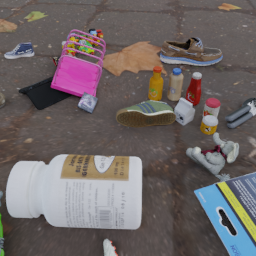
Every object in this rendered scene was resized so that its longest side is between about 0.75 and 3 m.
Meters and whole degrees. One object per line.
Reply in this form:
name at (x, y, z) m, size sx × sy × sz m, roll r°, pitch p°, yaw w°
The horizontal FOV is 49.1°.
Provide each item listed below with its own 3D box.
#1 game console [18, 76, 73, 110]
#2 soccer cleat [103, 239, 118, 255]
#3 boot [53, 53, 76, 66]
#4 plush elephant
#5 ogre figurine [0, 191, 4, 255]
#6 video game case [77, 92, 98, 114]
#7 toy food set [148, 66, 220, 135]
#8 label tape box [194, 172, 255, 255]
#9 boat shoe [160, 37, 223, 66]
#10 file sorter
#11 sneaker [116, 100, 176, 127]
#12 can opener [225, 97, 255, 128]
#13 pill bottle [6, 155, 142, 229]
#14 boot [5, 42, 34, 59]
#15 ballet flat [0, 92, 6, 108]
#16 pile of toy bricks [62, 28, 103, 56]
game console at (-3.231, -1.390, 10.966) m, size 1.568 × 0.912 × 1.379 m, roll -31°, pitch 20°, yaw -32°
soccer cleat at (-0.382, 2.904, 5.979) m, size 0.423 × 0.378 × 1.092 m, roll -17°, pitch 47°, yaw -14°
boot at (-2.803, -2.988, 12.552) m, size 0.890 × 0.433 × 1.183 m, roll -20°, pitch 42°, yaw -23°
plush elephant at (2.511, 0.697, 7.765) m, size 1.455 × 1.198 × 1.126 m, roll 39°, pitch 88°, yaw 13°
ogre figurine at (-4.058, 2.165, 6.119) m, size 2.961 × 1.453 × 1.775 m, roll -7°, pitch 58°, yaw 16°
video game case at (-1.466, -0.928, 10.245) m, size 0.569 × 0.076 × 0.796 m, roll 27°, pitch 49°, yaw -14°
toy food set at (2.107, -1.146, 9.802) m, size 1.404 × 1.323 × 2.941 m, roll -27°, pitch 48°, yaw -27°
label tape box at (3.095, 2.081, 6.510) m, size 2.672 × 0.883 × 1.914 m, roll -13°, pitch 45°, yaw -12°
boat shoe at (2.918, -3.482, 12.655) m, size 2.849 × 1.031 × 1.029 m, roll -2°, pitch 42°, yaw -2°
file sorter at (-1.804, -2.550, 10.893) m, size 1.661 × 1.499 × 2.390 m, roll 16°, pitch 39°, yaw -15°
sneaker at (0.582, -0.549, 9.684) m, size 2.011 × 0.674 × 0.903 m, roll -1°, pitch 37°, yaw -5°
can opener at (4.075, -0.537, 9.857) m, size 1.930 × 0.508 × 0.642 m, roll -28°, pitch 14°, yaw -30°
pill bottle at (-1.148, 1.461, 6.582) m, size 2.912 × 1.665 × 1.665 m, roll 2°, pitch 42°, yaw 1°
boot at (-5.165, -3.683, 13.203) m, size 1.350 × 0.610 × 0.491 m, roll -11°, pitch 43°, yaw -12°
ballet flat at (-5.978, -1.089, 10.230) m, size 2.898 × 0.672 × 0.976 m, roll 0°, pitch 42°, yaw -1°
pile of toy bricks at (-1.973, -3.955, 13.403) m, size 2.070 × 1.149 × 1.022 m, roll -22°, pitch 84°, yaw -37°
